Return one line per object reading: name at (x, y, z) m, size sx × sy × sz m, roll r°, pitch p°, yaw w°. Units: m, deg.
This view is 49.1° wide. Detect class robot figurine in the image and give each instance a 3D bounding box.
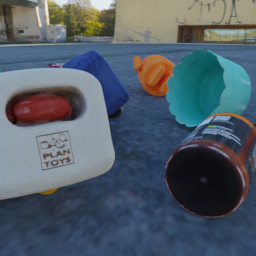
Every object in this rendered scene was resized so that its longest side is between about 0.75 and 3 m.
robot figurine at (1.216, -2.301, 11.942) m, size 1.948 × 1.579 × 2.708 m, roll -6°, pitch 20°, yaw -2°

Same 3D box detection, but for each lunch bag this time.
lunch bag at (-1.238, -0.846, 7.284) m, size 1.590 × 1.632 × 2.403 m, roll -43°, pitch 23°, yaw -16°

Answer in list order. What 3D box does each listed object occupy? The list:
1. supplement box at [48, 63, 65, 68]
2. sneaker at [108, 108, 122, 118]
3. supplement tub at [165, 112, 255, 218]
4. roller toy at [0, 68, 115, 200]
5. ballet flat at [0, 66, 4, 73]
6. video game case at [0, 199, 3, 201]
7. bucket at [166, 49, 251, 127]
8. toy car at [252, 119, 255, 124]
supplement box at (-2.729, -2.259, 12.571) m, size 1.333 × 1.051 × 2.036 m, roll -10°, pitch 22°, yaw -25°
sneaker at (-0.936, -0.643, 9.047) m, size 1.529 × 0.538 × 0.715 m, roll 6°, pitch 12°, yaw 4°
supplement tub at (1.643, 0.457, 4.976) m, size 1.255 × 1.255 × 2.347 m, roll 12°, pitch 23°, yaw 29°
roller toy at (-1.339, 0.169, 4.130) m, size 2.140 × 1.640 × 2.346 m, roll -12°, pitch -2°, yaw 18°
ballet flat at (-2.667, -0.510, 5.471) m, size 0.503 × 1.478 × 0.497 m, roll 3°, pitch -18°, yaw -9°
video game case at (-2.410, 0.991, 5.034) m, size 0.963 × 0.172 × 0.873 m, roll 13°, pitch 26°, yaw 30°
bucket at (2.245, -1.051, 7.872) m, size 1.378 × 2.117 × 2.117 m, roll 2°, pitch 16°, yaw -36°
toy car at (4.545, -0.384, 7.614) m, size 1.762 × 1.692 × 2.145 m, roll -12°, pitch -5°, yaw -32°
